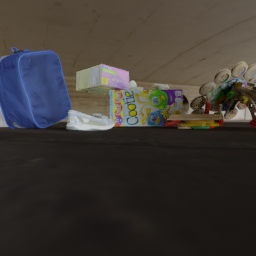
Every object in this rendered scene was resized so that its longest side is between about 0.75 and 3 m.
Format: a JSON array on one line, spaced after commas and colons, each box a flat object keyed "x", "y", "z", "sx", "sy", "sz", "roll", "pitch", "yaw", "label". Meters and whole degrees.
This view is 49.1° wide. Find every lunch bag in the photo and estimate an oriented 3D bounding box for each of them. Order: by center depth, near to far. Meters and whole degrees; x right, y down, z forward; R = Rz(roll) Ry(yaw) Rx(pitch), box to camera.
[{"x": -2.875, "y": -1.160, "z": 8.083, "sx": 1.545, "sy": 2.335, "sz": 1.586, "roll": -3, "pitch": 15, "yaw": 32, "label": "lunch bag"}]

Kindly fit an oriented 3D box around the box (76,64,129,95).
[{"x": -1.045, "y": -1.908, "z": 11.374, "sx": 1.451, "sy": 0.798, "sz": 1.650, "roll": 5, "pitch": -5, "yaw": -45, "label": "box"}]

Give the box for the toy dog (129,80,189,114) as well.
[{"x": 1.245, "y": -1.011, "z": 12.185, "sx": 2.780, "sy": 1.940, "sz": 2.695, "roll": 2, "pitch": 20, "yaw": 21, "label": "toy dog"}]

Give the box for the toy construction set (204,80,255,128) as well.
[{"x": 3.712, "y": -1.070, "z": 9.292, "sx": 2.206, "sy": 1.695, "sz": 1.839, "roll": -5, "pitch": 32, "yaw": 0, "label": "toy construction set"}]

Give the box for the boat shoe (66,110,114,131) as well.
[{"x": -0.868, "y": -0.179, "z": 6.719, "sx": 0.542, "sy": 0.472, "sz": 1.471, "roll": 1, "pitch": 2, "yaw": 38, "label": "boat shoe"}]

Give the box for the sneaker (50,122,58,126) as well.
[{"x": -3.933, "y": -0.595, "z": 11.755, "sx": 2.446, "sy": 1.035, "sz": 0.911, "roll": 1, "pitch": 1, "yaw": 23, "label": "sneaker"}]

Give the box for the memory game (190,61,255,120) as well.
[{"x": 3.553, "y": -1.089, "z": 10.070, "sx": 2.970, "sy": 2.970, "sz": 0.189, "roll": -1, "pitch": 46, "yaw": -29, "label": "memory game"}]

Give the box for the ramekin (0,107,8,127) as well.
[{"x": -4.224, "y": -0.431, "z": 10.472, "sx": 1.595, "sy": 0.777, "sz": 1.595, "roll": 0, "pitch": 2, "yaw": 0, "label": "ramekin"}]

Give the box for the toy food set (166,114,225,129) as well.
[{"x": 1.964, "y": -0.196, "z": 8.346, "sx": 1.716, "sy": 0.422, "sz": 1.734, "roll": -1, "pitch": 2, "yaw": -42, "label": "toy food set"}]

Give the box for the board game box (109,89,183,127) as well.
[{"x": 0.666, "y": -0.718, "z": 10.467, "sx": 2.579, "sy": 1.352, "sz": 1.328, "roll": 0, "pitch": 2, "yaw": 4, "label": "board game box"}]
